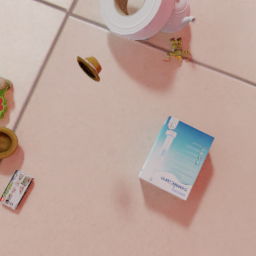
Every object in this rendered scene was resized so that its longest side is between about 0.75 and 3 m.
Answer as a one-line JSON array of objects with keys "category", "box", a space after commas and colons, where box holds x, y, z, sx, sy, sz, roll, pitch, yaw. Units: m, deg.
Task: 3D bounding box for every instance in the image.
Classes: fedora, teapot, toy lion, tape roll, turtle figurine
[{"category": "fedora", "box": [-4.693, 0.582, 10.460, 1.278, 0.521, 1.278, 1, 75, -4]}, {"category": "teapot", "box": [1.659, -4.683, 10.759, 1.763, 1.288, 1.740, 9, 75, -5]}, {"category": "toy lion", "box": [-5.522, -1.238, 10.760, 2.007, 0.689, 1.924, 26, 90, 4]}, {"category": "tape roll", "box": [0.291, -4.708, 10.347, 2.749, 0.961, 2.749, 3, 95, 32]}, {"category": "turtle figurine", "box": [1.909, -3.085, 11.087, 1.189, 0.383, 0.959, -9, 82, -1]}, {"category": "fedora", "box": [-1.010, -1.708, 7.743, 0.930, 0.930, 0.379, 44, 76, 6]}]

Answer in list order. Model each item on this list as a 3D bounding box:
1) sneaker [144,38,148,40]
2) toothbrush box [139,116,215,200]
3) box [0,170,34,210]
[{"category": "sneaker", "box": [0.807, -3.991, 11.238, 0.443, 0.377, 0.972, 0, 82, -5]}, {"category": "toothbrush box", "box": [1.710, 1.081, 10.146, 1.802, 1.050, 2.462, 25, 83, 3]}, {"category": "box", "box": [-4.136, 2.278, 10.398, 0.704, 0.222, 1.278, 27, 83, 4]}]
